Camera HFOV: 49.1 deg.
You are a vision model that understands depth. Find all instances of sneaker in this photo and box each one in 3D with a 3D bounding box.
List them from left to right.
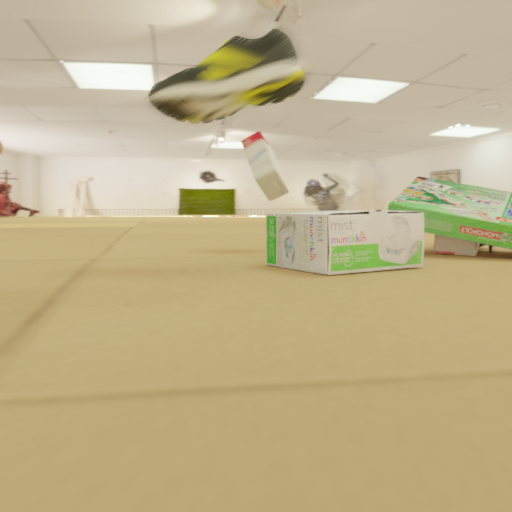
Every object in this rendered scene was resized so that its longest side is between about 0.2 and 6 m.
[{"bbox_3d":[-0.477,-2.735,8.538,2.389,1.011,0.890,-9,-16,6],"label":"sneaker"}]

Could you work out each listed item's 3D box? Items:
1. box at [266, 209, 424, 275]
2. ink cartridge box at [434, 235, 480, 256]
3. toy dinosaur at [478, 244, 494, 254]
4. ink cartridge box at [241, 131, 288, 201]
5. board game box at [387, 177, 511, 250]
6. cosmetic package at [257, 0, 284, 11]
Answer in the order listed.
[{"bbox_3d":[1.384,-0.282,8.903,1.918,0.927,1.693,-3,6,-31],"label":"box"},{"bbox_3d":[4.124,-0.423,11.386,0.807,0.470,1.108,6,22,26],"label":"ink cartridge box"},{"bbox_3d":[4.703,-0.465,12.443,1.134,0.853,2.217,-3,38,8],"label":"toy dinosaur"},{"bbox_3d":[0.186,-1.912,11.944,0.512,1.196,0.882,-24,-34,11],"label":"ink cartridge box"},{"bbox_3d":[4.542,-0.831,11.056,3.373,0.491,2.270,15,28,25],"label":"board game box"},{"bbox_3d":[0.041,-3.605,6.497,0.642,1.266,0.451,-37,29,4],"label":"cosmetic package"}]
